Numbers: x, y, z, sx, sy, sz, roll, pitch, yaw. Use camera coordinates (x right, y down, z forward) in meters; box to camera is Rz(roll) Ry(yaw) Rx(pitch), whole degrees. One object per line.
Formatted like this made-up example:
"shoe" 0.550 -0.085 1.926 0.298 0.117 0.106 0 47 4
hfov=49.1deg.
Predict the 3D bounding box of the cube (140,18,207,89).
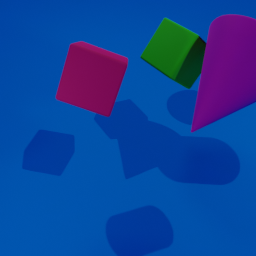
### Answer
"cube" 0.981 -1.449 5.546 0.892 0.892 0.892 44 108 33

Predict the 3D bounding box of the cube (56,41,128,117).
"cube" -0.550 -0.823 4.560 0.878 0.878 0.878 19 18 -6

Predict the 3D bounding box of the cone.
"cone" 1.553 -0.594 4.604 1.681 1.681 1.687 37 88 25
